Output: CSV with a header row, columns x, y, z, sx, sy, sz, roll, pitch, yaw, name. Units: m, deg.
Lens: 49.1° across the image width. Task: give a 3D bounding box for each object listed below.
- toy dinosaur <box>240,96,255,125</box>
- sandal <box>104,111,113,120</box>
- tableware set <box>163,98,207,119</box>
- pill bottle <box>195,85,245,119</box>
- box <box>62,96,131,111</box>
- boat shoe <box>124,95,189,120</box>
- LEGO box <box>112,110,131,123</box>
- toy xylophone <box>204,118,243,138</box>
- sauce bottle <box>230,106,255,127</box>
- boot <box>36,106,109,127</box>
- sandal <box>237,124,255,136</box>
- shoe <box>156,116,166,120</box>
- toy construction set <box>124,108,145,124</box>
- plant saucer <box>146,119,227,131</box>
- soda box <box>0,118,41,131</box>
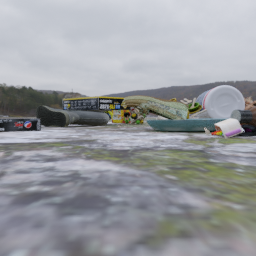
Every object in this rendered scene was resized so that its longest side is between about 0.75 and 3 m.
x,y,z,sx,sy,sz,roll,pitch,yaw,name
5.983,-0.682,13.901,2.951,1.266,2.000,-27,10,-41,toy dinosaur
-1.810,-0.553,16.142,1.812,0.720,0.789,-8,30,15,sandal
2.252,-0.886,12.356,1.630,0.371,2.419,-25,22,-3,tableware set
4.272,-1.030,13.748,1.783,1.783,2.981,0,1,-1,pill bottle
-1.684,-1.279,15.065,2.961,0.731,2.364,2,3,43,box
1.029,-0.727,10.766,2.515,0.788,0.922,10,-2,10,boat shoe
-0.436,-0.808,17.409,0.528,1.019,1.368,-1,4,-36,LEGO box
2.467,0.026,7.281,0.913,0.313,1.247,-21,1,18,toy xylophone
5.750,-0.475,12.071,2.931,0.948,0.948,-3,4,-23,sauce bottle
-2.586,-0.559,13.199,2.438,0.973,2.681,17,18,33,boot
3.271,0.052,7.468,1.267,0.303,0.476,-1,3,-16,sandal
2.054,-0.483,15.710,0.705,0.538,2.017,-1,3,-12,shoe
0.753,-0.713,15.444,1.835,1.410,1.530,-17,-41,-5,toy construction set
2.090,-0.130,9.832,2.898,0.397,2.898,-2,2,0,plant saucer
-3.672,-0.114,9.503,1.351,0.428,0.478,-1,2,-24,soda box
